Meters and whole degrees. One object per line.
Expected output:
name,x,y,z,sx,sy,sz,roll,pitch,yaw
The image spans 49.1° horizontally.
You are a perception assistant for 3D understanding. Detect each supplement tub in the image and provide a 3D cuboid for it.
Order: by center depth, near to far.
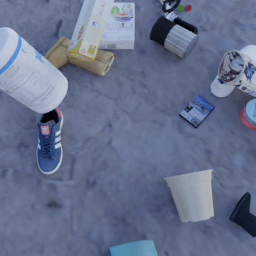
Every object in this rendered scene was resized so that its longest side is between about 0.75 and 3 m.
supplement tub,-2.934,-1.538,7.859,1.467,2.223,1.467,-14,59,25

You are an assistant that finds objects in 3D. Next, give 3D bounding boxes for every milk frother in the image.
milk frother,2.015,-4.032,11.153,1.745,1.855,1.674,34,79,13

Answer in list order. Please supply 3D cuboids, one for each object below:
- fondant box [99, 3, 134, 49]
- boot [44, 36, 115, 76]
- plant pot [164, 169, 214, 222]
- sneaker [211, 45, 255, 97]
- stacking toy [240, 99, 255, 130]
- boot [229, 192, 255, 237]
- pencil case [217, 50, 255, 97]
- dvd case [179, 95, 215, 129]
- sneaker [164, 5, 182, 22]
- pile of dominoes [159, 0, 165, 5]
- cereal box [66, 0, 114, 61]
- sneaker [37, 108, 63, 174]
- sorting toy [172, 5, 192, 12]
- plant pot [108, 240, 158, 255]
fondant box,-0.484,-4.399,12.031,1.514,0.611,2.098,1,68,0
boot,-2.002,-2.610,11.192,2.352,0.778,2.060,23,69,9
plant pot,2.036,2.154,8.881,1.561,1.561,1.429,-9,79,-4
sneaker,4.364,-2.390,10.916,0.985,1.122,2.800,38,71,16
stacking toy,5.379,-0.184,10.034,2.096,0.978,2.315,-19,69,-8
boot,3.967,2.791,9.044,0.971,0.441,1.156,32,77,17
pencil case,4.500,-1.666,9.916,2.906,1.130,1.300,15,62,-30
dvd case,2.638,-0.639,10.704,0.848,0.104,1.188,40,72,14
sneaker,2.005,-5.012,12.424,0.782,0.434,1.118,11,77,3
pile of dominoes,2.188,-6.934,13.239,2.371,0.378,1.848,-27,70,-12
cereal box,-1.010,-3.531,8.445,0.589,2.145,2.981,18,96,-23
sneaker,-2.808,0.317,9.784,0.928,1.046,2.475,-4,67,-2
sorting toy,2.419,-5.492,12.726,0.893,0.309,0.307,-3,44,-4
plant pot,0.171,3.872,8.380,1.325,0.937,0.936,-12,67,-14
